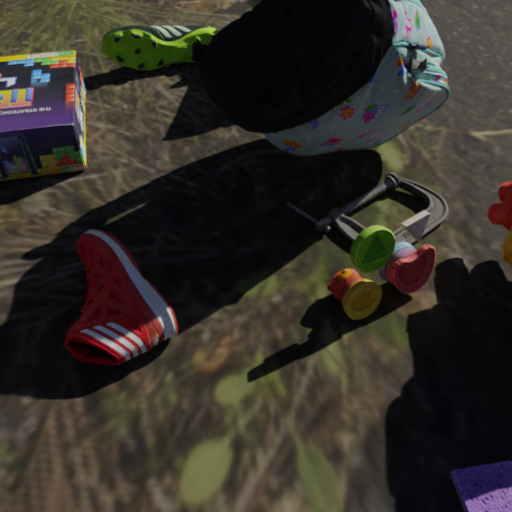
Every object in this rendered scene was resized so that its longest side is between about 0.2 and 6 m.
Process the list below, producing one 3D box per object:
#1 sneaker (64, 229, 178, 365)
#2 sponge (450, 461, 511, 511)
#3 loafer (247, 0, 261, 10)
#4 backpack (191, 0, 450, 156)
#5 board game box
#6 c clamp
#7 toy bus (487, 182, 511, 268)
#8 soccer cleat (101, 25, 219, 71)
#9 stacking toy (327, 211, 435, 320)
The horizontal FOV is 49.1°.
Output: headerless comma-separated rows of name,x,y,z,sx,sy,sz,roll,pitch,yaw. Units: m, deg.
sneaker,-2.046,0.513,7.091,1.221,0.828,2.115,-30,50,-29
sponge,2.523,2.372,5.645,0.989,0.147,0.551,-7,45,-7
loafer,0.653,-5.841,11.823,1.178,1.030,3.276,-56,36,-3
backpack,1.346,-2.921,8.687,3.139,2.381,3.762,-18,-1,38
board game box,-4.924,-2.500,10.041,3.518,0.998,2.908,-10,44,-9
c clamp,1.857,-0.763,8.762,2.133,0.289,1.822,-26,50,-24
toy bus,4.012,-0.278,6.918,2.571,1.817,2.678,3,60,58
soccer cleat,-2.059,-4.704,12.488,2.720,0.918,1.103,-7,34,-16
stacking toy,1.598,0.006,7.310,1.428,1.293,0.603,-20,36,-20
